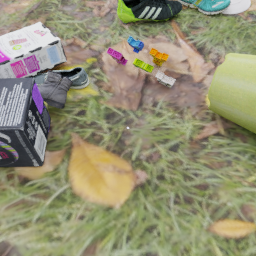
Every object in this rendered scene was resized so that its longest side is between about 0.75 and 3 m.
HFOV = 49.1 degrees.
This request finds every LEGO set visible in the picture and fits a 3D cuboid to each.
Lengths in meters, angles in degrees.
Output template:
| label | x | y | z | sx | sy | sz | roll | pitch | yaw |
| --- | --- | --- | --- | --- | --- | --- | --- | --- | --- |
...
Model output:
| label | x | y | z | sx | sy | sz | roll | pitch | yaw |
| --- | --- | --- | --- | --- | --- | --- | --- | --- | --- |
| LEGO set | 0.632 | -2.145 | 9.023 | 2.365 | 0.970 | 0.902 | 30 | 91 | 14 |

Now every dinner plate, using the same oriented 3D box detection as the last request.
| label | x | y | z | sx | sy | sz | roll | pitch | yaw |
| --- | --- | --- | --- | --- | --- | --- | --- | --- | --- |
| dinner plate | 4.032 | -5.421 | 11.622 | 2.110 | 0.256 | 2.110 | 0 | 54 | -1 |

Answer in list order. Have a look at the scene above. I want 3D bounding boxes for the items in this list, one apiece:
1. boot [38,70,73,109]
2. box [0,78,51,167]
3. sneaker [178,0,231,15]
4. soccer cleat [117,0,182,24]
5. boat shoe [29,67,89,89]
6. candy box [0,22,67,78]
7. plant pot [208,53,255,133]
| label | x | y | z | sx | sy | sz | roll | pitch | yaw |
| --- | --- | --- | --- | --- | --- | --- | --- | --- | --- |
| boot | -2.355 | -1.197 | 7.927 | 1.461 | 0.510 | 0.962 | 16 | 98 | -16 |
| box | -3.624 | -0.066 | 6.883 | 2.930 | 1.791 | 1.554 | -1 | 55 | 1 |
| sneaker | 2.903 | -5.103 | 10.925 | 2.209 | 0.880 | 0.856 | 23 | 76 | 18 |
| soccer cleat | 0.859 | -4.584 | 10.525 | 2.569 | 1.041 | 0.867 | -10 | 56 | -7 |
| boat shoe | -2.247 | -1.582 | 8.657 | 2.026 | 0.626 | 0.738 | -1 | 59 | 2 |
| candy box | -3.576 | -2.273 | 8.863 | 2.709 | 0.826 | 1.847 | -29 | 48 | -18 |
| plant pot | 3.496 | -0.856 | 7.297 | 2.349 | 2.555 | 2.555 | 24 | 58 | 30 |
